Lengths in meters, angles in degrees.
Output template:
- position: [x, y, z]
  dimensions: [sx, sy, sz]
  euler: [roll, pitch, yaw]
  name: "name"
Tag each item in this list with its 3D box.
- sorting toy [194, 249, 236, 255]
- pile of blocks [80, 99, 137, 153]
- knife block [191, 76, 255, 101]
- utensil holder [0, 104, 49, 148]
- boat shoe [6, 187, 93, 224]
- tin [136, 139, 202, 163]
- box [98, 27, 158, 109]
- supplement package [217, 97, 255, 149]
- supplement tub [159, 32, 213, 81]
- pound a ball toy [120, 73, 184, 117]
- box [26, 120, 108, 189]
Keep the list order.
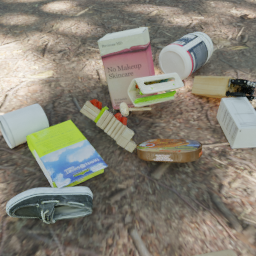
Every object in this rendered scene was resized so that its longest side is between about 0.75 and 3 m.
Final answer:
- position: [1.969, 4.054, 6.669]
  dimensions: [2.165, 0.395, 2.004]
  euler: [-3, 41, -11]
  name: "sorting toy"
- position: [-0.551, -0.265, 10.401]
  dimensions: [2.747, 0.854, 1.128]
  euler: [40, 11, 22]
  name: "pile of blocks"
- position: [4.072, -1.740, 11.938]
  dimensions: [2.615, 0.837, 2.296]
  euler: [13, 4, 13]
  name: "knife block"
- position: [-3.977, -0.129, 10.685]
  dimensions: [1.532, 1.302, 1.302]
  euler: [-27, 48, -29]
  name: "utensil holder"
- position: [-2.253, 2.305, 8.188]
  dimensions: [2.514, 0.906, 0.892]
  euler: [-8, 38, -12]
  name: "boat shoe"
- position: [1.399, 0.766, 9.671]
  dimensions: [2.300, 0.482, 1.288]
  euler: [0, 13, 26]
  name: "tin"
- position: [0.086, -2.467, 11.666]
  dimensions: [1.868, 2.922, 1.592]
  euler: [-7, 26, 14]
  name: "box"
- position: [4.352, -0.231, 10.965]
  dimensions: [1.080, 1.040, 1.898]
  euler: [-2, 41, -3]
  name: "supplement package"
- position: [2.988, -3.699, 14.284]
  dimensions: [1.839, 1.839, 2.620]
  euler: [30, 50, 30]
  name: "supplement tub"
- position: [0.772, -1.361, 10.664]
  dimensions: [2.240, 1.460, 0.951]
  euler: [-14, 66, -28]
  name: "pound a ball toy"
- position: [-2.168, 0.970, 9.789]
  dimensions: [1.809, 0.707, 2.968]
  euler: [-23, 44, -26]
  name: "box"
